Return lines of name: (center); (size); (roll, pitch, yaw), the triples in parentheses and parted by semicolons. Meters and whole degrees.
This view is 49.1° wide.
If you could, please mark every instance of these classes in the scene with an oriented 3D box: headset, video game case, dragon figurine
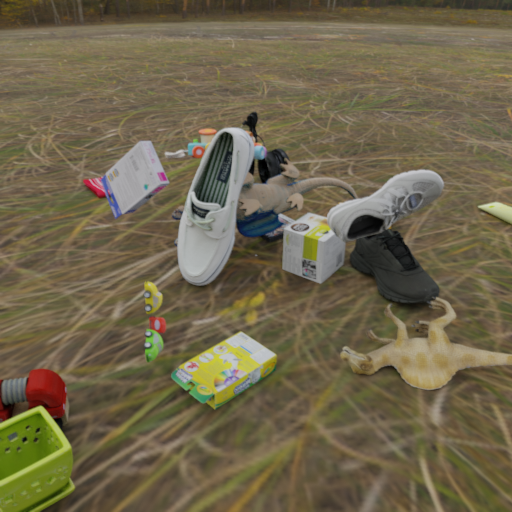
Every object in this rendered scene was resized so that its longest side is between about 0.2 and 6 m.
headset: (-0.012, -2.447, 14.576); (1.940, 1.476, 3.141); (0, 40, -2)
video game case: (0.413, -0.663, 12.760); (1.022, 0.130, 0.924); (-21, 36, -33)
dragon figurine: (0.092, -1.098, 11.817); (3.843, 1.131, 1.911); (-15, -9, -24)

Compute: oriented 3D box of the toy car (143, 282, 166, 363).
toy car: (-1.539, 1.120, 8.527); (0.266, 1.192, 1.121); (-3, 44, -5)

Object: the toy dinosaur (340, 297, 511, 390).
toy dinosaur: (2.744, 1.434, 8.629); (2.835, 0.825, 1.434); (-2, 44, 11)

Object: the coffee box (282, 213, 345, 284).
coffee box: (1.144, -0.178, 11.057); (0.926, 0.937, 0.935); (20, 35, 31)

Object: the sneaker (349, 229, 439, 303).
sneaker: (2.545, 0.083, 10.510); (0.870, 1.039, 2.290); (-13, 33, -26)

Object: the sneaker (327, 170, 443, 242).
sneaker: (1.979, -0.640, 8.362); (1.787, 0.668, 0.733); (-26, 32, 12)

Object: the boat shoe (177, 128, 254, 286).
boat shoe: (-0.903, -0.896, 10.166); (1.107, 3.011, 1.005); (16, 8, 15)

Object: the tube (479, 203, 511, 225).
tube: (5.907, -0.981, 13.134); (0.422, 0.378, 1.456); (30, 10, -29)

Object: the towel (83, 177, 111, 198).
towel: (-3.684, -1.960, 15.035); (1.628, 0.183, 1.177); (-18, 35, -30)

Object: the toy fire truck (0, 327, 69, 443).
toy fire truck: (-3.167, 1.661, 7.304); (1.223, 1.390, 0.894); (-6, 30, -10)

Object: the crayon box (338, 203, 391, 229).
crayon box: (2.611, -0.930, 13.022); (1.319, 0.340, 0.829); (-1, 29, -1)

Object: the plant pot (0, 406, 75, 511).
plant pot: (-2.663, 2.455, 6.469); (0.909, 0.829, 0.914); (-22, 36, -33)

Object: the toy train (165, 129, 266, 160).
toy train: (-0.707, -2.368, 11.802); (2.296, 0.639, 1.725); (6, 12, 27)

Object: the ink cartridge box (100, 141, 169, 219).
ink cartridge box: (-2.518, -1.519, 11.447); (1.633, 0.974, 0.343); (-29, -8, 37)

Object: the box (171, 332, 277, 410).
box: (-0.474, 1.712, 8.309); (1.430, 0.346, 0.839); (-22, 37, -38)
